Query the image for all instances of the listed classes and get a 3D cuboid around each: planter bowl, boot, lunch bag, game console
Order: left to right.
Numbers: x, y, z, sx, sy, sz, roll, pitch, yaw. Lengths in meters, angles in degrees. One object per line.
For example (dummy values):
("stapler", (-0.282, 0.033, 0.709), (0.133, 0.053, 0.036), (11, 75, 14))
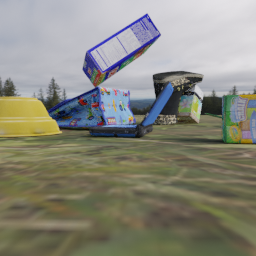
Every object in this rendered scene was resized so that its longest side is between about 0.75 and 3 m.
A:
("planter bowl", (-2.284, -0.251, 5.739), (1.814, 0.756, 1.814), (-1, 3, 0))
("lunch bag", (-1.182, -0.356, 7.837), (2.220, 1.044, 1.671), (-12, -2, 27))
("game console", (0.145, -0.366, 5.613), (1.438, 0.997, 1.684), (2, 3, 11))
("boot", (1.813, -1.160, 10.361), (2.399, 1.812, 0.866), (-12, 22, -37))

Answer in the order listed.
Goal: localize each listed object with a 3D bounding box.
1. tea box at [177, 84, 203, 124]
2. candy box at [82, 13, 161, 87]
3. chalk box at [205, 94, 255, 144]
("tea box", (2.101, -0.931, 11.072), (1.366, 1.344, 0.913), (1, -17, 35))
("candy box", (-0.360, -2.945, 11.011), (2.771, 1.067, 2.343), (-35, 5, -12))
("chalk box", (1.741, -0.140, 4.168), (1.150, 0.712, 0.716), (0, 4, 17))
